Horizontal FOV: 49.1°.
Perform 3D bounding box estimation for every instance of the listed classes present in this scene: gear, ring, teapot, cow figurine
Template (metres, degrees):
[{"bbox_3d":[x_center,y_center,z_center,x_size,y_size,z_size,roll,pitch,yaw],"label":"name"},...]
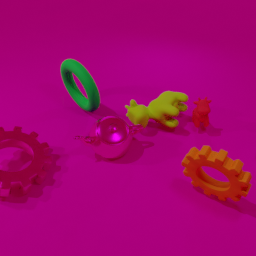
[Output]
[{"bbox_3d":[1.907,1.018,6.143,1.474,1.474,0.273,24,55,25],"label":"gear"},{"bbox_3d":[-1.496,-1.300,8.725,0.357,1.784,1.784,-35,52,-25],"label":"ring"},{"bbox_3d":[-0.505,0.190,7.537,1.946,0.953,1.210,-11,67,-16],"label":"teapot"},{"bbox_3d":[2.151,-0.501,8.279,0.533,0.956,0.971,-5,18,3],"label":"cow figurine"},{"bbox_3d":[-2.905,0.774,7.013,1.878,0.347,1.878,14,44,-14],"label":"gear"},{"bbox_3d":[0.838,-0.584,8.486,1.601,0.893,1.627,19,51,24],"label":"cow figurine"}]
